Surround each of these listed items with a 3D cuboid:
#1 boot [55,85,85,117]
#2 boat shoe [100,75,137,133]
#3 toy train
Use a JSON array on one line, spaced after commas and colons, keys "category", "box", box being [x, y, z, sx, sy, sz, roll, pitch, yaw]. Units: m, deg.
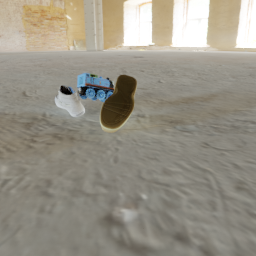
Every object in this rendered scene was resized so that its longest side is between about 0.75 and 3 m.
[{"category": "boot", "box": [-2.208, -1.162, 10.107, 0.726, 0.943, 1.973, -31, 37, -24]}, {"category": "boat shoe", "box": [-0.259, -0.666, 8.891, 0.945, 0.848, 2.554, 19, 46, 4]}, {"category": "toy train", "box": [-1.100, -1.447, 10.122, 1.579, 0.902, 0.684, 4, -1, -40]}]
